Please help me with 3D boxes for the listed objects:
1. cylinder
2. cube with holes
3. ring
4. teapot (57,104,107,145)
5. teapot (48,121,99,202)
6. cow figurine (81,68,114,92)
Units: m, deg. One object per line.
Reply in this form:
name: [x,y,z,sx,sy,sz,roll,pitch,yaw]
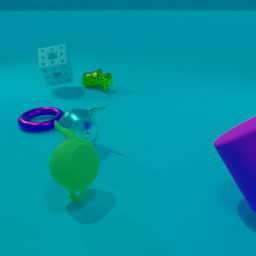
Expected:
cylinder: [2.044,0.446,4.057,1.159,1.159,1.159,-30,-4,-2]
cube with holes: [-2.537,-2.204,9.904,0.953,0.953,0.953,-11,59,-3]
ring: [-2.294,-0.252,7.449,1.232,0.246,1.232,-1,27,1]
teapot: [-0.981,0.023,5.978,1.468,0.913,0.719,-53,33,-7]
teapot: [-0.918,0.536,4.518,0.671,1.370,0.852,-6,6,36]
cow figurine: [-1.156,-1.746,10.290,1.258,0.690,1.238,-10,29,7]
